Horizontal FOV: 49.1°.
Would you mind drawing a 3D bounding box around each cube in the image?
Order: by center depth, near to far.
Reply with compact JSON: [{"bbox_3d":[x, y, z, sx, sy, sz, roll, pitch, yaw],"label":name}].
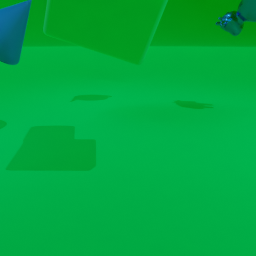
[{"bbox_3d":[-0.224,-1.949,3.865,1.382,1.382,1.382,16,38,-10],"label":"cube"}]

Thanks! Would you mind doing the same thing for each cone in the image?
[{"bbox_3d":[-2.421,-2.211,5.844,1.257,1.253,1.253,-39,9,17],"label":"cone"}]

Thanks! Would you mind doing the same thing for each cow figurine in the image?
[{"bbox_3d":[3.291,-3.365,7.852,1.525,1.550,0.851,13,51,24],"label":"cow figurine"}]
